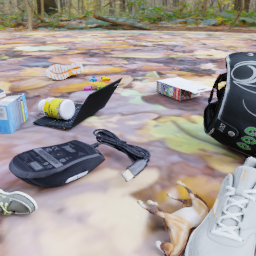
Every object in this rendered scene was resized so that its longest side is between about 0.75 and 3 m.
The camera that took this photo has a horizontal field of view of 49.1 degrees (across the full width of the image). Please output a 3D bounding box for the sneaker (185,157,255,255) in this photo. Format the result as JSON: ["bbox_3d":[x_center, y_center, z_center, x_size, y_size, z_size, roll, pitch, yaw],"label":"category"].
[{"bbox_3d":[1.629,1.254,4.312,0.980,1.190,2.588,14,27,30],"label":"sneaker"}]

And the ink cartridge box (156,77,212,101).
[{"bbox_3d":[2.338,-1.572,11.665,1.219,0.563,2.237,-15,29,-31],"label":"ink cartridge box"}]

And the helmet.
[{"bbox_3d":[3.315,-0.501,6.780,2.503,2.625,2.625,13,25,4],"label":"helmet"}]

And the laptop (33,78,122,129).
[{"bbox_3d":[-1.612,-0.881,9.070,2.313,1.194,2.050,8,26,25],"label":"laptop"}]

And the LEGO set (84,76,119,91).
[{"bbox_3d":[-1.250,-2.088,12.811,1.564,0.597,0.642,-3,24,-10],"label":"LEGO set"}]

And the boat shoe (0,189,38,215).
[{"bbox_3d":[-2.182,1.372,5.027,1.219,0.436,0.364,4,23,24],"label":"boat shoe"}]

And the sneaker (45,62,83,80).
[{"bbox_3d":[-3.385,-2.930,14.713,2.040,0.798,0.788,-15,9,-33],"label":"sneaker"}]

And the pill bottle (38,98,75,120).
[{"bbox_3d":[-2.326,-0.638,9.019,1.127,0.633,0.633,8,24,30],"label":"pill bottle"}]

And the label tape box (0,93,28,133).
[{"bbox_3d":[-3.581,-0.492,8.711,0.415,0.899,1.255,1,23,3],"label":"label tape box"}]

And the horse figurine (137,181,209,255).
[{"bbox_3d":[0.900,1.456,4.791,1.581,0.394,1.047,-12,37,-39],"label":"horse figurine"}]

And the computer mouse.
[{"bbox_3d":[-0.861,0.874,6.031,2.021,0.662,2.878,23,27,34],"label":"computer mouse"}]

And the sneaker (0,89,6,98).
[{"bbox_3d":[-6.154,-1.690,11.602,2.131,0.846,0.836,6,23,9],"label":"sneaker"}]
